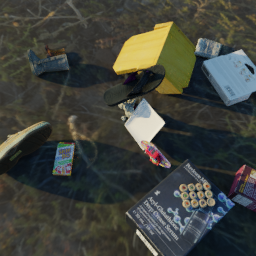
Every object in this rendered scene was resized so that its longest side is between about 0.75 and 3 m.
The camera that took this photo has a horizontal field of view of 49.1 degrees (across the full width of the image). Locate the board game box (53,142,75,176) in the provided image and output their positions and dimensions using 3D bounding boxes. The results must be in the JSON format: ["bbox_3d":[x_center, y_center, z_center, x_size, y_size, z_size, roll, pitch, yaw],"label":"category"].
[{"bbox_3d":[-2.384,1.118,10.492,0.634,0.199,1.328,2,58,0],"label":"board game box"}]

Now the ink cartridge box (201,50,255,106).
[{"bbox_3d":[4.622,-2.233,12.162,1.979,0.497,2.281,-19,63,-11],"label":"ink cartridge box"}]

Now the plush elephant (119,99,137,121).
[{"bbox_3d":[0.092,-0.820,11.193,0.857,0.805,1.040,38,68,19],"label":"plush elephant"}]

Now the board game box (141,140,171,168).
[{"bbox_3d":[0.872,1.007,9.862,0.265,1.077,1.363,-45,103,-18],"label":"board game box"}]

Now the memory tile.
[{"bbox_3d":[2.073,2.015,8.385,0.968,0.081,0.742,-3,60,-3],"label":"memory tile"}]

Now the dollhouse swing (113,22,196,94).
[{"bbox_3d":[1.189,-2.895,12.523,2.477,2.396,2.726,37,58,-28],"label":"dollhouse swing"}]

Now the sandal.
[{"bbox_3d":[0.217,-1.610,10.427,2.592,0.620,0.974,-28,62,6],"label":"sandal"}]

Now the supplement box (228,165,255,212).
[{"bbox_3d":[4.579,2.259,9.455,1.990,0.852,1.098,26,64,14],"label":"supplement box"}]

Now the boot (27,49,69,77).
[{"bbox_3d":[-3.568,-3.071,12.571,1.627,0.590,1.479,-20,77,-3],"label":"boot"}]

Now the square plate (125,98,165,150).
[{"bbox_3d":[0.631,-0.144,10.588,0.203,1.414,1.427,5,39,-47],"label":"square plate"}]

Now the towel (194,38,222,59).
[{"bbox_3d":[3.773,-3.734,13.160,1.112,0.199,1.155,19,62,11],"label":"towel"}]

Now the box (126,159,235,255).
[{"bbox_3d":[1.569,2.719,8.865,2.692,1.441,1.998,-37,67,-20],"label":"box"}]

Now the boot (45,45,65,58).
[{"bbox_3d":[-3.395,-3.614,13.043,0.856,0.293,0.806,-15,62,-9],"label":"boot"}]

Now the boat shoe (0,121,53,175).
[{"bbox_3d":[-4.114,0.527,10.438,2.655,0.951,1.011,-39,56,-19],"label":"boat shoe"}]
